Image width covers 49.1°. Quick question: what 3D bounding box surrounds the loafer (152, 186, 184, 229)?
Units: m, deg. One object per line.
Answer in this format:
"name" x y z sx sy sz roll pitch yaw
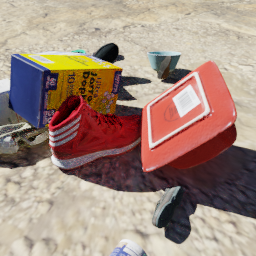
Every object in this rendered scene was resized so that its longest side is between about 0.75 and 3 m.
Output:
"loafer" 0.778 1.646 5.903 0.381 0.435 1.212 1 24 36

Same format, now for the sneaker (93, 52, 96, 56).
"sneaker" -1.076 -3.460 12.640 0.525 0.494 1.281 26 40 28

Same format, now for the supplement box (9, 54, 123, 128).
"supplement box" -1.722 -1.187 8.100 1.545 1.535 2.821 29 28 33

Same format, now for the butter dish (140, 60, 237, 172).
"butter dish" 1.688 0.020 7.006 2.491 1.847 2.498 -35 32 28

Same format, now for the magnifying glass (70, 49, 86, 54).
"magnifying glass" -2.230 -2.725 11.697 1.017 0.286 2.554 -14 37 2

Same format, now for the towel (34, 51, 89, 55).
"towel" -3.034 -2.880 11.525 2.518 0.300 1.849 14 27 34

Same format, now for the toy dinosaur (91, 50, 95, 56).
"toy dinosaur" -1.582 -3.012 12.116 1.114 0.585 1.011 -19 19 -6

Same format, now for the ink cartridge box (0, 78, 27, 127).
"ink cartridge box" -3.797 -0.559 8.066 2.228 1.290 0.743 -27 44 -32

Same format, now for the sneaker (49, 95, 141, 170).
"sneaker" -0.642 -0.127 7.168 2.860 1.652 1.120 -25 43 -30

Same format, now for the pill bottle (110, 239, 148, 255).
"pill bottle" -0.183 2.441 4.565 0.615 0.615 1.108 22 42 27

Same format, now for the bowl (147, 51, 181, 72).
"bowl" 1.439 -2.672 11.294 1.357 0.710 1.357 0 23 0

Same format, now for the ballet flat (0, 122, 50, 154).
"ballet flat" -2.886 0.254 7.473 2.248 0.781 0.781 -22 42 -27

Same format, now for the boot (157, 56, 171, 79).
"boot" 1.461 -2.305 10.721 0.362 0.959 0.353 -1 39 -34

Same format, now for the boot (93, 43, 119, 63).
"boot" -1.027 -2.278 10.378 1.998 0.739 1.637 -34 31 4
